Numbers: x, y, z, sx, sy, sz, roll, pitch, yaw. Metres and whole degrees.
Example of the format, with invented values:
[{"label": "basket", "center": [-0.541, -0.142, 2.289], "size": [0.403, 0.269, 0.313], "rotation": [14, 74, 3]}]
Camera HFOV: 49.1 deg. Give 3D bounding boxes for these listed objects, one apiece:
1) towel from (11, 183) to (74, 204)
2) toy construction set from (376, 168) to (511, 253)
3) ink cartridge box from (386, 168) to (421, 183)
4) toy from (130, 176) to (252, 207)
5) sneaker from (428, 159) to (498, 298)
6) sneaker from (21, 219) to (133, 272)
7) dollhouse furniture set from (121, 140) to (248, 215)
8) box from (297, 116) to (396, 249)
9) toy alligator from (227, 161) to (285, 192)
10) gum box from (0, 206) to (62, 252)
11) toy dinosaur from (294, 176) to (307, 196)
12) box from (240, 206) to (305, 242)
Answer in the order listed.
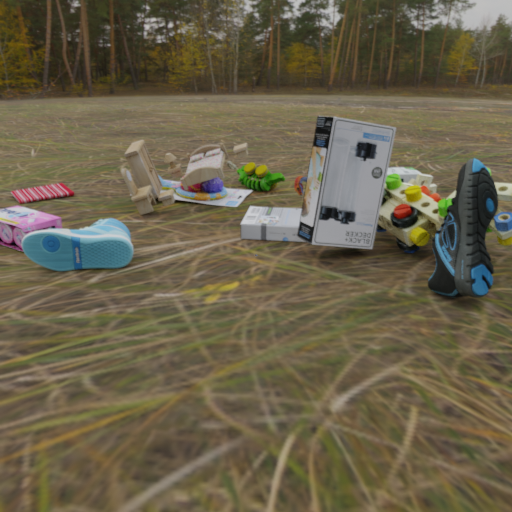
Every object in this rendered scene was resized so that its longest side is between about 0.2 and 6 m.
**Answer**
[{"label": "towel", "center": [-6.077, -1.768, 15.975], "size": [1.529, 0.172, 1.105], "rotation": [-15, 27, -31]}, {"label": "toy construction set", "center": [3.793, -1.103, 11.992], "size": [2.455, 1.725, 3.744], "rotation": [-29, 18, -7]}, {"label": "ink cartridge box", "center": [4.152, -2.298, 16.816], "size": [1.333, 0.554, 0.977], "rotation": [-1, 21, -2]}, {"label": "toy", "center": [-1.809, -2.051, 15.922], "size": [3.096, 0.731, 1.783], "rotation": [5, 23, 13]}, {"label": "sneaker", "center": [3.466, -0.498, 9.613], "size": [0.902, 2.464, 1.009], "rotation": [22, -18, -32]}, {"label": "sneaker", "center": [-3.476, -0.284, 11.169], "size": [2.063, 0.820, 1.347], "rotation": [6, 21, -11]}, {"label": "dollhouse furniture set", "center": [-1.803, -2.552, 14.697], "size": [2.919, 1.425, 2.490], "rotation": [-16, 28, 10]}, {"label": "box", "center": [1.785, -1.429, 11.173], "size": [1.447, 2.480, 0.746], "rotation": [5, 13, -22]}, {"label": "toy alligator", "center": [-0.185, -2.345, 16.881], "size": [2.501, 0.742, 0.679], "rotation": [20, 69, 42]}, {"label": "gum box", "center": [-5.135, -0.603, 12.277], "size": [1.724, 0.570, 0.978], "rotation": [14, 23, 32]}, {"label": "toy dinosaur", "center": [1.499, -1.526, 13.073], "size": [1.379, 0.798, 1.520], "rotation": [19, 4, -8]}, {"label": "box", "center": [0.685, -0.746, 12.939], "size": [1.904, 0.392, 1.484], "rotation": [2, 21, 7]}]
